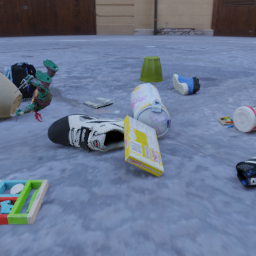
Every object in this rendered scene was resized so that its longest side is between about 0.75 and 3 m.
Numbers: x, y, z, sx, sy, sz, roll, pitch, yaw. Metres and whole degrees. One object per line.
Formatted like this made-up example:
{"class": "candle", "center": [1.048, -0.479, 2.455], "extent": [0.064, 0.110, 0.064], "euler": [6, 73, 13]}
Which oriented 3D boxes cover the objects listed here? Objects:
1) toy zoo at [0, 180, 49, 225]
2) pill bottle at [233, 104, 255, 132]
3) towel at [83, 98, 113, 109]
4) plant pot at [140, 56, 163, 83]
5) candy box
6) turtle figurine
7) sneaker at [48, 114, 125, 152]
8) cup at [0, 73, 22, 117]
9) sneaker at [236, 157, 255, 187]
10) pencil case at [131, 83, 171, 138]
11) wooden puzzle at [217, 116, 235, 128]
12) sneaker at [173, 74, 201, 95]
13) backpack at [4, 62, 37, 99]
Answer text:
{"class": "toy zoo", "center": [-2.545, 1.380, 5.338], "extent": [1.781, 0.182, 1.168], "euler": [-1, 23, -2]}
{"class": "pill bottle", "center": [4.094, -0.369, 8.767], "extent": [1.436, 0.795, 0.795], "euler": [-10, 25, -25]}
{"class": "towel", "center": [-1.176, -1.015, 11.164], "extent": [0.921, 0.159, 0.887], "euler": [21, 30, 40]}
{"class": "plant pot", "center": [1.270, -3.167, 14.952], "extent": [1.289, 1.241, 1.289], "euler": [0, 23, 0]}
{"class": "candy box", "center": [0.340, 0.373, 6.861], "extent": [0.924, 0.239, 1.808], "euler": [29, 26, -17]}
{"class": "turtle figurine", "center": [-2.374, -0.890, 7.246], "extent": [0.864, 1.715, 1.284], "euler": [16, 45, -32]}
{"class": "sneaker", "center": [-0.960, 0.163, 7.372], "extent": [2.354, 0.872, 1.042], "euler": [-3, 20, -6]}
{"class": "cup", "center": [-4.410, -1.027, 9.638], "extent": [1.210, 1.692, 1.692], "euler": [23, 22, -6]}
{"class": "sneaker", "center": [2.863, 1.086, 5.704], "extent": [0.830, 0.542, 1.484], "euler": [-15, 18, -24]}
{"class": "pencil case", "center": [0.642, -0.619, 8.900], "extent": [1.064, 1.161, 2.559], "euler": [-5, 22, 0]}
{"class": "wooden puzzle", "center": [3.333, -0.231, 9.341], "extent": [0.606, 0.105, 0.898], "euler": [-4, 23, -10]}
{"class": "sneaker", "center": [2.753, -2.086, 13.030], "extent": [0.977, 0.674, 1.755], "euler": [-9, 27, -7]}
{"class": "backpack", "center": [-4.493, -2.031, 11.883], "extent": [1.210, 1.506, 1.646], "euler": [-2, 15, -2]}
